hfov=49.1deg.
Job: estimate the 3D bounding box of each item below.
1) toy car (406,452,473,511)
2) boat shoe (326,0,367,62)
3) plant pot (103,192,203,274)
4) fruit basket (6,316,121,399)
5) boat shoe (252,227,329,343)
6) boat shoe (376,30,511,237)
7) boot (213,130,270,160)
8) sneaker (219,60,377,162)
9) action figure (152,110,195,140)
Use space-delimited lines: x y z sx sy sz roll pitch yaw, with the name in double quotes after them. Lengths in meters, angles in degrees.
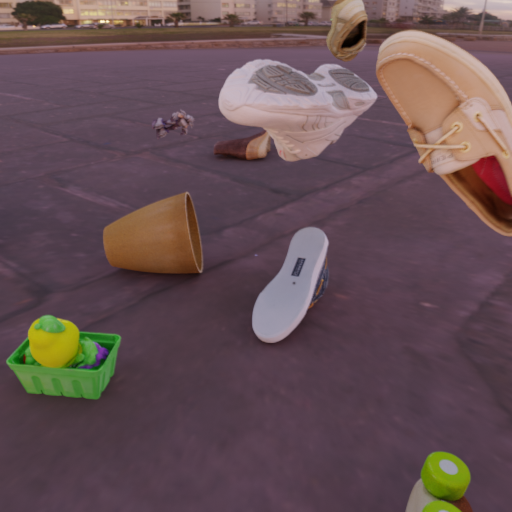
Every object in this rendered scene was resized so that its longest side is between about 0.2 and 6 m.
1.629 2.153 3.945 1.179 0.968 0.930 17 29 12 "toy car"
1.779 -4.131 10.536 0.702 0.605 1.924 -26 -12 -1 "boat shoe"
-1.637 -0.264 8.811 1.381 1.287 1.287 -9 25 0 "plant pot"
-2.128 1.005 6.149 1.156 1.156 0.834 3 25 7 "fruit basket"
0.578 0.550 7.723 0.663 0.851 1.874 13 55 25 "boat shoe"
2.131 -1.171 5.766 0.882 2.550 0.940 -59 19 -22 "boat shoe"
-0.352 -3.152 15.548 1.451 0.631 1.744 5 29 7 "boot"
0.512 -1.777 7.459 2.676 1.330 1.043 -13 53 -43 "sneaker"
-1.630 -2.632 11.220 0.877 0.570 0.304 -11 51 18 "action figure"
